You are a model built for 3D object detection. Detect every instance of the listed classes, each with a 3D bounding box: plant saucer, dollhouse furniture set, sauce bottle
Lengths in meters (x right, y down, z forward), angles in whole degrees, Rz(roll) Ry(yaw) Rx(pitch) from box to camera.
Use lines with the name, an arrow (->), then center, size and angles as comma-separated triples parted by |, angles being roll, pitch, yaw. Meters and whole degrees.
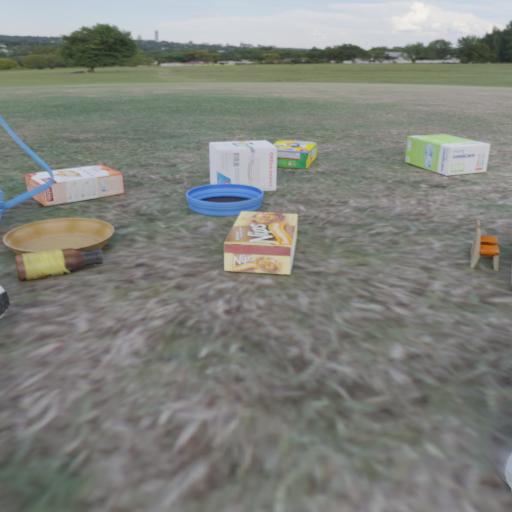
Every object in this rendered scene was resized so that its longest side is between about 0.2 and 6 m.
plant saucer -> -3.174, -0.235, 9.122 | 1.704, 0.302, 1.704 | 0, 21, 0
dollhouse furniture set -> 4.009, -0.118, 8.051 | 1.653, 0.852, 1.635 | 8, 22, 19
sauce bottle -> -2.860, 0.092, 8.174 | 1.195, 0.394, 0.394 | -8, 23, -21

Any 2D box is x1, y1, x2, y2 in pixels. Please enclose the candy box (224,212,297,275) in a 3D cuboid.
candy box -> 0.116, -0.247, 8.906 | 0.994, 0.476, 1.721 | 3, 21, 7

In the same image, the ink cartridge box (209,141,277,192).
ink cartridge box -> -0.309, -2.055, 12.859 | 1.382, 1.014, 1.009 | -4, 21, -13

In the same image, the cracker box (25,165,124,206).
cracker box -> -3.981, -1.583, 12.329 | 1.781, 0.514, 1.193 | -16, 26, -34

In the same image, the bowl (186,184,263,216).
bowl -> -0.636, -1.158, 11.520 | 1.572, 0.309, 1.572 | 0, 21, 0

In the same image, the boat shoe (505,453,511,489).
boat shoe -> 2.918, 1.172, 4.685 | 0.903, 0.813, 2.554 | 22, 29, 36

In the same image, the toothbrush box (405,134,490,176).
toothbrush box -> 5.056, -2.729, 14.947 | 1.302, 0.770, 1.788 | -8, 22, -22

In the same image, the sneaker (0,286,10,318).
sneaker -> -3.972, 0.279, 6.998 | 2.570, 0.964, 1.114 | 9, 17, 21

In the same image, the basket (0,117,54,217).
basket -> -4.844, -1.385, 9.501 | 2.159, 1.904, 1.502 | -34, 43, 1

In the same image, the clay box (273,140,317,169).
clay box -> 1.036, -2.915, 15.826 | 1.173, 0.486, 2.042 | 6, 23, 12
